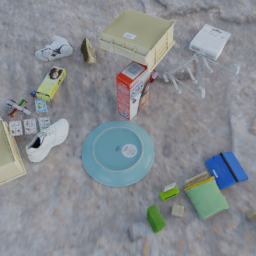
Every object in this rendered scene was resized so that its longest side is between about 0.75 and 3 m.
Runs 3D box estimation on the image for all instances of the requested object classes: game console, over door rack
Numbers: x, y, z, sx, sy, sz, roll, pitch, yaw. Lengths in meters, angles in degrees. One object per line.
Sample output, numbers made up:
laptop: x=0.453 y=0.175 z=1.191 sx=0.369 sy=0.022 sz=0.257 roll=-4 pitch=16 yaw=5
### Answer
game console: x=3.530 y=1.514 z=10.036 sx=0.997 sy=0.691 sz=1.168 roll=-33 pitch=60 yaw=17
over door rack: x=2.749 y=-1.965 z=10.809 sx=1.807 sy=0.815 sz=2.446 roll=-34 pitch=37 yaw=-11

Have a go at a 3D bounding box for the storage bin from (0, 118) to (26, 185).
storage bin: x=-5.104 y=0.984 z=9.826 sx=2.204 sy=1.033 sz=2.188 roll=-24 pitch=62 yaw=-13

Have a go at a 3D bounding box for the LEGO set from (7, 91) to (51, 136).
LEGO set: x=-3.991 y=-0.563 z=11.218 sx=1.510 sy=0.496 sz=2.022 roll=-9 pitch=61 yaw=-19

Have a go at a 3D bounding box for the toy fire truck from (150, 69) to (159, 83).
toy fire truck: x=0.926 y=-2.291 z=12.131 sx=0.640 sy=0.427 sz=0.762 roll=38 pitch=66 yaw=0

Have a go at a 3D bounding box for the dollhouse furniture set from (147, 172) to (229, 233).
dollhouse furniture set: x=1.928 y=2.346 z=8.987 sx=2.774 sy=1.071 sz=1.386 roll=-21 pitch=62 yaw=-12

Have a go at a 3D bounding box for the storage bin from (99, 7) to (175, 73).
storage bin: x=0.333 y=-3.087 z=9.815 sx=2.000 sy=0.937 sz=1.986 roll=26 pitch=62 yaw=20

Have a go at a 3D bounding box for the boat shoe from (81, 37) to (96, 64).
boat shoe: x=-1.788 y=-3.495 z=12.804 sx=0.497 sy=0.549 sz=1.541 roll=11 pitch=52 yaw=-35

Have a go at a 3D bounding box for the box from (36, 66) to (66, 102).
box: x=-3.241 y=-1.896 z=11.872 sx=0.598 sy=0.398 sz=1.590 roll=15 pitch=61 yaw=9

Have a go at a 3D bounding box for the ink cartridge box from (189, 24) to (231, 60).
ink cartridge box: x=3.872 y=-4.070 z=13.182 sx=1.380 sy=0.429 sz=1.715 roll=29 pitch=59 yaw=16

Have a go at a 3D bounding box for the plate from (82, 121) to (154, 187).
plate: x=-0.368 y=0.810 z=10.315 sx=2.725 sy=0.348 sz=2.725 roll=0 pitch=58 yaw=0

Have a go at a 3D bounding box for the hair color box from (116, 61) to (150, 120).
hair color box: x=0.204 y=-1.408 z=10.544 sx=0.697 sy=2.179 sz=1.208 roll=35 pitch=66 yaw=18

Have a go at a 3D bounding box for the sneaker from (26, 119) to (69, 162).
sneaker: x=-2.907 y=0.365 z=10.279 sx=0.739 sy=0.864 sz=1.983 roll=29 pitch=63 yaw=17

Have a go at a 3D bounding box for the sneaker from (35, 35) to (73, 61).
sneaker: x=-3.437 y=-3.651 z=12.795 sx=1.656 sy=0.622 sz=0.952 roll=-15 pitch=60 yaw=-15

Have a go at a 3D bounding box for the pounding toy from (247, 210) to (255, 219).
pounding toy: x=4.784 y=2.863 z=8.694 sx=1.844 sy=1.055 sz=1.058 roll=18 pitch=61 yaw=10
